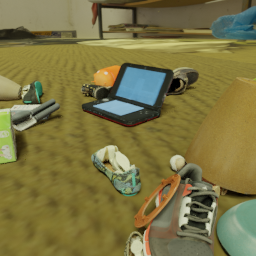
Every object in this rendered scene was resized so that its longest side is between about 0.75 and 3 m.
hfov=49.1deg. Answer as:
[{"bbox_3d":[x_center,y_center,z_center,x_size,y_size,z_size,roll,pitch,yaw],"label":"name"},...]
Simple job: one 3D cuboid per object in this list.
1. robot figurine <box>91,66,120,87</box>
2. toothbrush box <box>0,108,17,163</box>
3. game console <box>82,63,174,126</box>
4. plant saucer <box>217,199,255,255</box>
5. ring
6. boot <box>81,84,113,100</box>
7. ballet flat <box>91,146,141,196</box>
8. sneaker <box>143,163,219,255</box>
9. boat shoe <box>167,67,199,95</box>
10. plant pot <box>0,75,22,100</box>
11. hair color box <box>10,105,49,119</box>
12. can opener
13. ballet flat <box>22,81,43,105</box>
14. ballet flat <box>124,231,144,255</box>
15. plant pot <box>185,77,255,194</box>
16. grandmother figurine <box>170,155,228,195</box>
[{"bbox_3d":[-0.777,-2.238,12.804,1.094,1.350,1.876,-40,-6,40],"label":"robot figurine"},{"bbox_3d":[-3.867,0.268,6.714,2.118,0.912,1.542,-9,24,-19],"label":"toothbrush box"},{"bbox_3d":[-0.082,-1.294,9.797,2.238,1.541,2.597,-20,28,-41],"label":"game console"},{"bbox_3d":[2.289,1.529,4.120,1.857,0.334,1.857,0,17,0],"label":"plant saucer"},{"bbox_3d":[0.416,1.065,4.229,0.097,1.007,1.007,41,27,-1],"label":"ring"},{"bbox_3d":[-1.403,-1.514,11.640,1.191,0.579,1.581,9,20,19],"label":"boot"},{"bbox_3d":[-0.271,0.718,5.974,0.687,0.687,1.851,-12,25,-28],"label":"ballet flat"},{"bbox_3d":[0.823,1.212,3.933,0.916,0.973,2.377,24,21,-5],"label":"sneaker"},{"bbox_3d":[2.106,-1.911,12.332,2.806,1.045,1.029,-21,38,-24],"label":"boat shoe"},{"bbox_3d":[-4.980,-1.577,11.405,1.145,1.072,1.072,12,21,-7],"label":"plant pot"},{"bbox_3d":[-3.302,-0.537,9.483,1.194,0.362,0.591,-1,22,-5],"label":"hair color box"},{"bbox_3d":[-2.843,-0.446,8.725,0.440,0.555,1.670,48,49,7],"label":"can opener"},{"bbox_3d":[-3.922,-1.446,11.364,0.722,0.718,2.111,-12,23,-8],"label":"ballet flat"},{"bbox_3d":[0.146,1.790,3.461,0.432,0.480,1.275,-5,22,-5],"label":"ballet flat"},{"bbox_3d":[2.242,0.016,5.571,1.761,1.890,1.761,11,21,-4],"label":"plant pot"},{"bbox_3d":[1.401,0.934,5.773,0.811,0.405,1.338,-6,23,-37],"label":"grandmother figurine"}]
